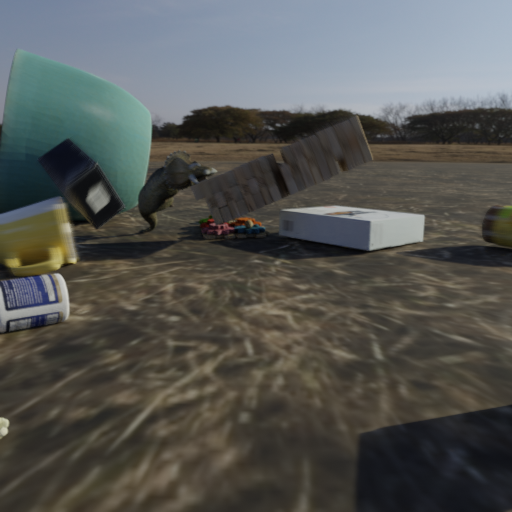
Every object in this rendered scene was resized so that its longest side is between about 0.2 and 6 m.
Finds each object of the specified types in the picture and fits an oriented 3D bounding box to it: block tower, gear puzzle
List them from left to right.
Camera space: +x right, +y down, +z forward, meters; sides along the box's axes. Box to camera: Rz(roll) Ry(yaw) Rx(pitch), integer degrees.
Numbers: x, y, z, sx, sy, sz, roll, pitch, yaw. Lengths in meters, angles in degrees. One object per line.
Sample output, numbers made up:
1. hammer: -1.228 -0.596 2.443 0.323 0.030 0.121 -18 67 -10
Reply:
1. gear puzzle: -0.502 -0.688 10.999 1.243 0.314 2.399 -2 12 -8
2. block tower: 0.422 -1.384 9.503 2.939 0.849 0.794 -21 6 2

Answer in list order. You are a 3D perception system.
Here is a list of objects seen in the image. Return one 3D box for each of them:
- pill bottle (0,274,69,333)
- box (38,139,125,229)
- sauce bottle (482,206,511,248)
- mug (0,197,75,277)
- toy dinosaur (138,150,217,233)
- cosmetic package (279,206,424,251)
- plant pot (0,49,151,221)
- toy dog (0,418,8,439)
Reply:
1. pill bottle: -2.211 0.446 5.164 0.844 0.469 0.469 -8 14 -32
2. box: -2.496 -1.040 8.039 0.572 0.929 0.921 -41 54 -15
3. sauce bottle: 4.541 -0.334 8.473 0.671 0.671 2.075 -11 18 -43
4. mug: -3.054 -0.258 7.598 0.979 0.955 1.192 -11 7 -14
5. toy dinosaur: -1.625 -1.210 9.872 2.308 0.888 1.180 -33 -1 29
6. cosmetic package: 1.621 -0.526 9.702 1.512 0.518 2.005 -6 12 -42
7. plant pot: -3.763 -2.262 11.834 2.748 3.424 3.424 8 8 -21
8. toy dog: -1.575 0.989 3.131 0.334 0.240 0.344 -17 17 -16
